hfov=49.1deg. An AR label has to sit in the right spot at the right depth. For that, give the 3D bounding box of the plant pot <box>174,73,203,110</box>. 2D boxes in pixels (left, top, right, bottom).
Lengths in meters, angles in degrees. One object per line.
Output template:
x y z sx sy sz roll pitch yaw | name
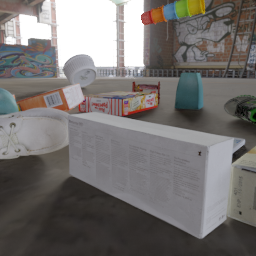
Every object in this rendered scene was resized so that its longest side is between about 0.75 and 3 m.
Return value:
2.859 -1.738 12.893 1.125 1.592 1.125 6 13 24 | plant pot

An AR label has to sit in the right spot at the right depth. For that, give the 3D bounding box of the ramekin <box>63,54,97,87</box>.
-4.120 -4.933 24.679 2.938 2.938 1.542 -8 58 -34 | ramekin

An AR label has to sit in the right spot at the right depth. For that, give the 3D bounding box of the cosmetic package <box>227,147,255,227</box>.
2.303 0.678 3.940 1.104 0.746 2.098 10 16 37 | cosmetic package

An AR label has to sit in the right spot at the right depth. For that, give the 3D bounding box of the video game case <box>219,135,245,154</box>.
1.937 0.366 6.703 1.304 0.157 1.431 9 15 36 | video game case

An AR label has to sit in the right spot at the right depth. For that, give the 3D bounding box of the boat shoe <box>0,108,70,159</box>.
-2.465 0.216 5.679 2.821 0.999 0.978 -7 11 12 | boat shoe

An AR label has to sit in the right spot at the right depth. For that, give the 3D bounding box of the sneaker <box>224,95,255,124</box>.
4.201 -0.616 9.482 0.961 0.881 2.257 -9 16 -33 | sneaker

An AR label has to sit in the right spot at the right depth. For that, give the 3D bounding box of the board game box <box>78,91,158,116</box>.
-0.342 -1.157 12.309 2.262 0.691 2.986 8 15 32 | board game box

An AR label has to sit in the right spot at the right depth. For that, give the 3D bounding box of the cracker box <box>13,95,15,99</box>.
-6.041 -0.992 11.647 2.294 0.662 1.537 -1 13 -10 | cracker box

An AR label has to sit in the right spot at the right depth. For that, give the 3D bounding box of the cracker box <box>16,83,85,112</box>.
-2.766 -0.938 10.102 1.850 0.797 2.761 -16 11 5 | cracker box

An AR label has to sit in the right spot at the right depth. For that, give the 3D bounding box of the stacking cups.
1.693 -4.491 10.855 2.453 0.742 0.742 -4 9 30 | stacking cups

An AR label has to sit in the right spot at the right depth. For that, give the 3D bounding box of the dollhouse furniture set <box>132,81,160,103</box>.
1.010 -2.062 15.476 1.445 1.092 2.685 1 13 4 | dollhouse furniture set

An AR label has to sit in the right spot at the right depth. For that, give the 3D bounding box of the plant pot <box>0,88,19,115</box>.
-3.369 -0.207 7.049 1.388 1.388 0.930 -10 43 -39 | plant pot

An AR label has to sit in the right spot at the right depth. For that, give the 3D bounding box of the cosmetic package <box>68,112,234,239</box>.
0.118 0.459 4.124 0.676 1.102 2.670 -13 18 -43 | cosmetic package
